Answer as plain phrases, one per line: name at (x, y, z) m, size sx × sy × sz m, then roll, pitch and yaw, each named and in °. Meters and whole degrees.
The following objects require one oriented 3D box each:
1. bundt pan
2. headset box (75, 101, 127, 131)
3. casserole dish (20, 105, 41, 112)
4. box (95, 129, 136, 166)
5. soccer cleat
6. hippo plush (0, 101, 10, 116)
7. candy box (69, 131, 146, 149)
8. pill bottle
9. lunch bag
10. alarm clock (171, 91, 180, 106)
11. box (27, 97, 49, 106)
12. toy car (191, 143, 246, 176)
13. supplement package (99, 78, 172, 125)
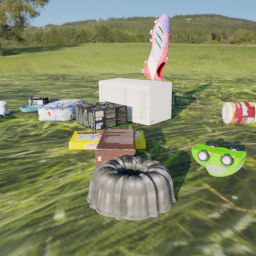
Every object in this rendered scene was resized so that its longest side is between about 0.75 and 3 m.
bundt pan at (0.055, 1.019, 5.388) m, size 1.731 × 0.650 × 1.731 m, roll -1°, pitch 14°, yaw 0°
headset box at (-1.105, -0.534, 11.089) m, size 1.497 × 0.798 × 1.719 m, roll -11°, pitch 18°, yaw -34°
casserole dish at (-4.868, -0.977, 14.017) m, size 0.651 × 0.209 × 1.075 m, roll 14°, pitch 21°, yaw 42°
box at (-0.261, 0.552, 7.159) m, size 0.922 × 0.690 × 1.840 m, roll 1°, pitch 13°, yaw 2°
soccer cleat at (1.401, -3.322, 11.821) m, size 1.029 × 2.691 × 0.898 m, roll 29°, pitch 26°, yaw 29°
hippo plush at (-5.896, -0.938, 12.965) m, size 0.643 × 0.649 × 0.807 m, roll -1°, pitch 14°, yaw -2°
candy box at (-0.605, 0.354, 8.665) m, size 2.229 × 0.294 × 1.139 m, roll -1°, pitch 18°, yaw -2°
pill bottle at (4.674, -0.611, 11.289) m, size 1.514 × 0.855 × 0.855 m, roll -1°, pitch 14°, yaw -3°
lunch bag at (-2.940, -0.816, 12.320) m, size 1.642 × 0.774 × 2.049 m, roll 3°, pitch 14°, yaw 17°
alarm clock at (1.661, -1.695, 15.830) m, size 2.353 × 0.783 × 1.587 m, roll -3°, pitch 15°, yaw 1°
box at (-5.003, -1.478, 15.544) m, size 0.952 × 0.410 × 0.780 m, roll 2°, pitch 14°, yaw 7°
toy car at (2.686, 0.866, 6.011) m, size 2.700 × 0.640 × 2.869 m, roll 9°, pitch 16°, yaw 34°
supplement package at (0.284, -1.225, 12.114) m, size 2.857 × 1.625 × 1.565 m, roll 14°, pitch 22°, yaw 40°
